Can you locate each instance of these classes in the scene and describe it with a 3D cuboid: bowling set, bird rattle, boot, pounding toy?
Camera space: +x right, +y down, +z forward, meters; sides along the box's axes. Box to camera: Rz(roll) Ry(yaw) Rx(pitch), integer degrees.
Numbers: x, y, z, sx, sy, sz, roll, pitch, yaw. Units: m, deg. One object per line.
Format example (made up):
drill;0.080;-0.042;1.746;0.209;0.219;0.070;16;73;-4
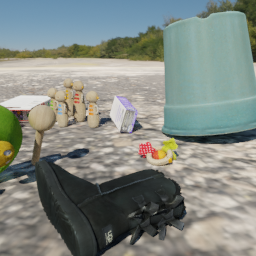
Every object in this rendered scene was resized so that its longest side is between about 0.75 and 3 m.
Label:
bowling set;-2.144;-0.815;9.091;1.799;1.388;2.585;-10;18;-35
bird rattle;0.645;0.530;6.017;0.858;0.484;0.700;-2;31;4
boot;-0.294;0.907;3.979;1.610;0.727;1.965;-12;26;-32
pounding toy;-2.178;0.490;4.613;2.156;1.664;1.001;-9;43;-42

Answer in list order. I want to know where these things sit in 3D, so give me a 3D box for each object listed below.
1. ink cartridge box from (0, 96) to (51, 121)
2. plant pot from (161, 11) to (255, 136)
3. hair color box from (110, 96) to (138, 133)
ink cartridge box;-3.602;-0.646;9.917;1.427;0.659;2.618;1;16;3
plant pot;2.245;-1.496;7.894;2.948;2.887;2.948;-7;8;1
hair color box;-0.155;-0.438;8.536;0.417;0.704;1.288;10;21;-20
